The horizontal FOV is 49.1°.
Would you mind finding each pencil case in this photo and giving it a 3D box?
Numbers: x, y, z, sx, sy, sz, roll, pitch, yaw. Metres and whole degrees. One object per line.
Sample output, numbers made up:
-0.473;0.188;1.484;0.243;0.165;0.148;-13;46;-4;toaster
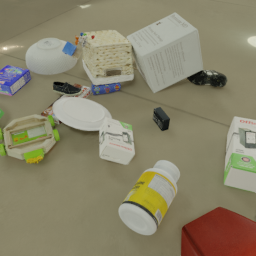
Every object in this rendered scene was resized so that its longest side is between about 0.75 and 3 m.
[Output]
-0.992;-1.859;12.634;1.338;0.522;0.581;-11;48;-12;pencil case

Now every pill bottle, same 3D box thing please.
0.710;1.903;8.046;1.155;1.155;2.063;22;46;22;pill bottle

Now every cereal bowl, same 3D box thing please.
-3.988;-3.869;14.441;2.624;1.093;2.624;0;43;0;cereal bowl

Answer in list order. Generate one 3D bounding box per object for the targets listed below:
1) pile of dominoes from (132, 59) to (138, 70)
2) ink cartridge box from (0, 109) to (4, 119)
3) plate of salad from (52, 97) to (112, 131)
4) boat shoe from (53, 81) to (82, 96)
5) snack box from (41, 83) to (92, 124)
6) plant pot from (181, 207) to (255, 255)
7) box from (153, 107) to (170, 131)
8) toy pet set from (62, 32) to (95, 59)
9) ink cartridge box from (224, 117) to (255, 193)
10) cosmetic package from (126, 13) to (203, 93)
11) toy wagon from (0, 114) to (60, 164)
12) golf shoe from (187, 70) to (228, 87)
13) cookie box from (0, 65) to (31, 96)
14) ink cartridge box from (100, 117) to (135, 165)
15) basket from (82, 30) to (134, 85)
0.550;-3.287;14.562;0.737;0.151;0.946;13;52;13;pile of dominoes
-5.750;-0.259;9.935;0.936;1.626;2.228;-18;36;27;ink cartridge box
-1.786;-0.509;10.991;2.353;0.565;2.353;15;31;-9;plate of salad
-2.646;-1.723;12.116;1.408;0.438;0.525;13;42;15;boat shoe
-2.570;-1.092;11.960;0.882;0.298;2.454;18;45;19;snack box
2.218;2.975;6.543;1.823;1.821;1.606;-20;35;-20;plant pot
1.296;-0.358;10.962;0.317;0.567;0.804;-17;45;-16;box
-2.263;-3.675;12.005;1.367;0.726;1.276;32;93;51;toy pet set
4.247;0.864;9.262;1.794;1.036;2.466;12;44;13;ink cartridge box
1.657;-3.388;12.638;2.546;2.117;2.130;-27;45;0;cosmetic package
-3.527;0.453;10.040;2.047;0.522;2.638;-16;44;-17;toy wagon
3.690;-2.397;13.215;1.955;0.760;0.924;20;29;18;golf shoe
-5.512;-2.227;13.004;1.296;0.569;1.515;14;44;15;cookie box
-0.399;0.437;9.775;1.079;0.623;1.483;17;38;-20;ink cartridge box
-1.036;-3.383;13.037;1.920;1.748;2.833;-11;32;-15;basket
